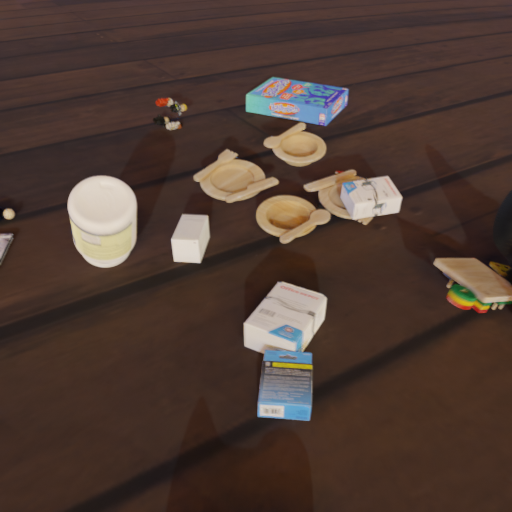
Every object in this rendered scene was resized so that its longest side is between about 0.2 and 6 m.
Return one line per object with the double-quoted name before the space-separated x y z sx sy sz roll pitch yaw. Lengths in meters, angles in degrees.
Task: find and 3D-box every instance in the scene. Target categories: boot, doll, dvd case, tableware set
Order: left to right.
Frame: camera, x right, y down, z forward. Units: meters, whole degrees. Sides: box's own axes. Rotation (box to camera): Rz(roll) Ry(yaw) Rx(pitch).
"dvd case" -5.168 0.140 9.853 1.297 0.139 1.744 -3 35 -4
"doll" -5.373 -0.828 11.151 1.064 0.258 0.726 -4 36 -6
"tableware set" 0.734 -1.499 11.542 3.013 0.418 3.607 -28 51 -26
"boot" 5.098 -0.020 9.184 2.025 0.805 2.326 11 55 -7

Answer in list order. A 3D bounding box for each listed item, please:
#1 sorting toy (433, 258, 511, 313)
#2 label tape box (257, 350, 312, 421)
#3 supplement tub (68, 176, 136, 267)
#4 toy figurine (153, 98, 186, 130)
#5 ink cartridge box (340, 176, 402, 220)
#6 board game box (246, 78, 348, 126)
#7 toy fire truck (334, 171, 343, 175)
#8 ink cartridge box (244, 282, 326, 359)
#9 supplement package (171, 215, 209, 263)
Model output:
"sorting toy" 3.555 0.478 8.973 2.248 0.380 1.084 0 33 -35
"label tape box" 0.399 1.704 7.442 0.680 0.298 0.943 3 35 5
"supplement tub" -2.557 -0.529 9.425 1.064 1.467 1.064 5 61 -10
"toy figurine" -2.301 -3.791 15.007 0.783 0.796 0.554 25 26 27
"ink cartridge box" 2.230 -1.135 10.917 0.975 0.419 0.714 -11 46 -9
"board game box" 1.197 -4.509 16.215 2.455 0.552 1.867 15 37 20
"toy fire truck" 2.008 -1.518 12.150 0.685 0.237 0.971 5 37 10
"ink cartridge box" 0.446 0.973 8.341 0.829 0.478 1.143 17 38 23
"supplement package" -1.184 -0.322 10.201 0.505 0.504 0.862 4 34 6
